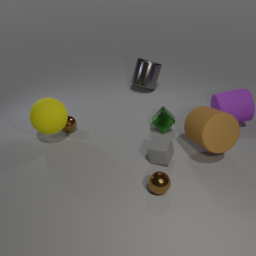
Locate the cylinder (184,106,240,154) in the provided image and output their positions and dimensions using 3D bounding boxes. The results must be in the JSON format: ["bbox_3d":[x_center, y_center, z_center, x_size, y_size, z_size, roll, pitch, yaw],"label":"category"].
[{"bbox_3d":[2.904,0.024,9.843,1.400,1.400,1.400,-8,16,-14],"label":"cylinder"}]

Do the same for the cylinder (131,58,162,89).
[{"bbox_3d":[1.013,-3.009,15.458,1.400,1.400,1.400,15,16,-4],"label":"cylinder"}]

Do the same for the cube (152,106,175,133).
[{"bbox_3d":[1.484,-0.356,11.717,0.700,0.700,0.700,41,22,-10],"label":"cube"}]

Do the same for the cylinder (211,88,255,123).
[{"bbox_3d":[4.465,-0.894,12.063,1.400,1.400,1.400,-10,31,2],"label":"cylinder"}]

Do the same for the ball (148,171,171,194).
[{"bbox_3d":[0.968,1.686,8.622,0.700,0.700,0.700,0,31,0],"label":"ball"}]

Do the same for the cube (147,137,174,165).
[{"bbox_3d":[1.164,0.804,9.890,0.700,0.700,0.700,5,40,26],"label":"cube"}]

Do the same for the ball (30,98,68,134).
[{"bbox_3d":[-3.029,-0.453,10.729,1.400,1.400,1.400,0,31,0],"label":"ball"}]

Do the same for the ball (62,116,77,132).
[{"bbox_3d":[-2.505,-0.168,11.758,0.700,0.700,0.700,0,31,0],"label":"ball"}]
